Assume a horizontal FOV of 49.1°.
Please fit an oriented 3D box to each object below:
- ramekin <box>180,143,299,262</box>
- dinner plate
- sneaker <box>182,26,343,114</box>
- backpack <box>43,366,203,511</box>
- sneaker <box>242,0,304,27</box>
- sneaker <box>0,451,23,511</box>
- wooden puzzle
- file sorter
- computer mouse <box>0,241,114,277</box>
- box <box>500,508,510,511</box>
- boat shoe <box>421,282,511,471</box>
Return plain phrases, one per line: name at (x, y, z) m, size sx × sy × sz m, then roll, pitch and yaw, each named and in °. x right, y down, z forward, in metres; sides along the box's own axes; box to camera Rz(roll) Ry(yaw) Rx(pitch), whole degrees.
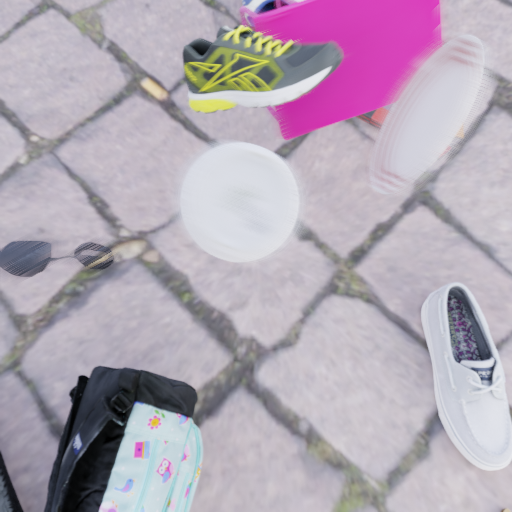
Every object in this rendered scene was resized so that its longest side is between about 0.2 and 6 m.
ramekin at (-0.154, -0.578, 5.984) m, size 1.321 × 0.694 × 1.321 m, roll 0°, pitch 93°, yaw -6°
dinner plate at (1.913, -1.538, 6.322) m, size 0.233 × 1.919 × 1.919 m, roll 26°, pitch 68°, yaw -14°
sneaker at (-0.064, -2.404, 6.973) m, size 2.305 × 0.975 × 0.858 m, roll -2°, pitch 34°, yaw 33°
backpack at (-1.774, 2.943, 7.357) m, size 1.750 × 2.307 × 2.764 m, roll 20°, pitch 70°, yaw -22°
sneaker at (1.236, -5.208, 11.517) m, size 3.113 × 1.172 × 1.372 m, roll 4°, pitch 79°, yaw 8°
sneaker at (-4.496, 3.298, 7.649) m, size 2.002 × 1.153 × 3.839 m, roll -23°, pitch 62°, yaw -24°
wooden puzzle at (2.833, -3.144, 10.997) m, size 2.904 × 0.204 × 1.722 m, roll 32°, pitch 71°, yaw 12°
file sorter at (1.199, -3.162, 8.284) m, size 2.502 × 1.739 × 1.569 m, roll -20°, pitch 36°, yaw -3°
computer mouse at (-2.962, -0.009, 8.175) m, size 1.863 × 0.317 × 0.546 m, roll -2°, pitch 56°, yaw 12°
box at (3.661, 4.457, 7.830) m, size 1.090 × 0.142 × 1.333 m, roll -39°, pitch 73°, yaw -15°
boat shoe at (3.300, 1.752, 8.517) m, size 1.015 × 0.966 × 2.818 m, roll -3°, pitch 67°, yaw -1°
